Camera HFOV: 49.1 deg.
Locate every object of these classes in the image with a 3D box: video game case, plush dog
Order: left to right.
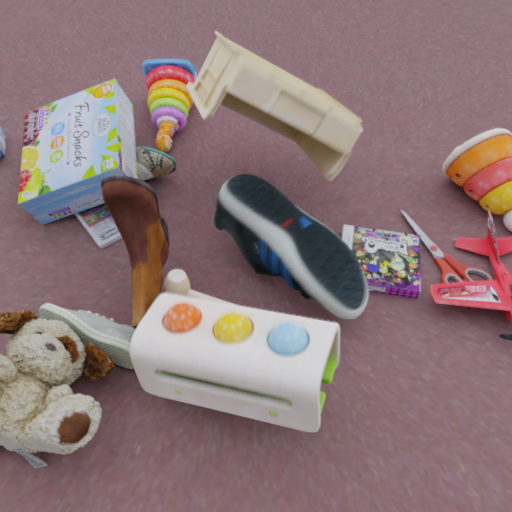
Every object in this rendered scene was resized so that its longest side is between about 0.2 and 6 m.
[{"bbox_3d":[-3.384,1.872,8.578,2.310,1.853,1.984,31,46,-10],"label":"plush dog"},{"bbox_3d":[-2.900,-0.877,11.596,1.382,0.159,1.259,-31,58,-21],"label":"video game case"},{"bbox_3d":[2.360,0.082,10.752,1.550,0.277,1.405,9,52,7],"label":"video game case"}]

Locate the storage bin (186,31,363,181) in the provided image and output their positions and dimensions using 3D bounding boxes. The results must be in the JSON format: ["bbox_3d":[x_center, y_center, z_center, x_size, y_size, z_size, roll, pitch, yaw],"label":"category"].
[{"bbox_3d":[0.301,-2.792,10.418,2.648,1.241,2.629,22,22,-24],"label":"storage bin"}]

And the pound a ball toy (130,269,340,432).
[{"bbox_3d":[-0.380,1.097,8.537,3.272,1.390,2.134,9,42,18],"label":"pound a ball toy"}]

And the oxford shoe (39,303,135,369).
[{"bbox_3d":[-2.734,1.283,9.535,2.071,0.778,0.598,19,43,11],"label":"oxford shoe"}]

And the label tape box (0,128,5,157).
[{"bbox_3d":[-6.134,-2.430,12.717,0.744,0.343,1.038,-12,55,-9],"label":"label tape box"}]

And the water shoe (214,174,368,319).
[{"bbox_3d":[0.612,-0.068,10.195,1.201,1.326,3.359,-34,74,-34],"label":"water shoe"}]

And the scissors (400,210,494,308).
[{"bbox_3d":[3.481,0.004,10.873,0.919,0.175,2.513,-33,60,-21],"label":"scissors"}]

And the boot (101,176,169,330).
[{"bbox_3d":[-1.978,0.118,9.064,0.790,2.172,2.307,-5,59,2],"label":"boot"}]

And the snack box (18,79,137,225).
[{"bbox_3d":[-3.690,-2.205,11.693,2.244,0.901,2.661,-17,57,9],"label":"snack box"}]

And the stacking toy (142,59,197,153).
[{"bbox_3d":[-2.048,-3.377,13.078,1.255,1.327,2.286,0,63,1],"label":"stacking toy"}]

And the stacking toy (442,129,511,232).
[{"bbox_3d":[4.934,-1.385,11.420,1.527,1.527,2.090,-18,69,-14],"label":"stacking toy"}]

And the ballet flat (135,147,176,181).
[{"bbox_3d":[-2.750,-2.076,12.249,2.271,0.770,0.855,28,71,29],"label":"ballet flat"}]

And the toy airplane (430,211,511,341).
[{"bbox_3d":[4.513,0.391,10.341,2.893,0.532,2.893,-2,51,3],"label":"toy airplane"}]
